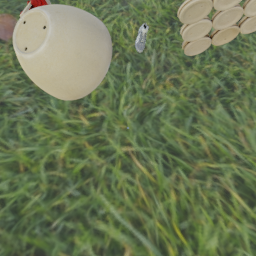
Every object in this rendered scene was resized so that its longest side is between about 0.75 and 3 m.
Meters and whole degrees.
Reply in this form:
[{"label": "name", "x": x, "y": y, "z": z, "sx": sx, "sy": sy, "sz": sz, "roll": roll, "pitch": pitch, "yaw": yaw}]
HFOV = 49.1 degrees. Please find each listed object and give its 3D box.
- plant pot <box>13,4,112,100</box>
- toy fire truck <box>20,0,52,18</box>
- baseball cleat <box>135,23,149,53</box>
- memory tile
[{"label": "plant pot", "x": -1.196, "y": -1.342, "z": 4.560, "sx": 1.583, "sy": 1.063, "sz": 1.583, "roll": -4, "pitch": 80, "yaw": 25}, {"label": "toy fire truck", "x": -2.663, "y": -3.130, "z": 7.686, "sx": 1.050, "sy": 0.925, "sz": 0.676, "roll": -16, "pitch": 73, "yaw": -56}, {"label": "baseball cleat", "x": 0.353, "y": -2.332, "z": 7.164, "sx": 0.263, "sy": 0.402, "sz": 0.754, "roll": 8, "pitch": 77, "yaw": -10}, {"label": "memory tile", "x": 2.118, "y": -2.216, "z": 5.209, "sx": 2.399, "sy": 1.839, "sz": 0.201, "roll": -21, "pitch": 72, "yaw": 11}]
